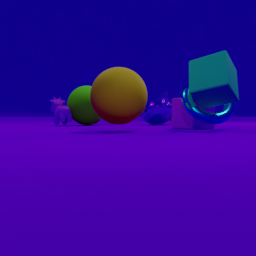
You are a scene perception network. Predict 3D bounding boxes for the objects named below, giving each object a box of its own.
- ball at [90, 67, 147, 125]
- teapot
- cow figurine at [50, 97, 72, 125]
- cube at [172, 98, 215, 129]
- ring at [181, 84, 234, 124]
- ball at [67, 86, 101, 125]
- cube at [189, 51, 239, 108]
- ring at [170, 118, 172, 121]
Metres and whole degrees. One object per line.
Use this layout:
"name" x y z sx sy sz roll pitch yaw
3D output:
"ball" -0.182 -0.637 5.608 1.141 1.141 1.141 0 2 0
"teapot" 0.995 -0.654 9.860 1.145 0.902 1.841 1 -30 -20
"cow figurine" -2.154 -0.589 9.000 0.538 0.964 0.980 0 -9 -35
"cube" 1.607 -0.361 6.934 0.757 0.757 0.757 -1 2 -33
"ring" 1.812 -0.599 6.368 1.227 1.227 0.245 -1 -36 -13
"ball" -1.360 -0.746 9.329 1.312 1.312 1.312 0 2 0
"cube" 1.803 -0.989 5.897 0.794 0.794 0.794 -11 -27 33
"ring" 2.114 -0.401 10.678 1.638 0.328 1.638 8 1 0
